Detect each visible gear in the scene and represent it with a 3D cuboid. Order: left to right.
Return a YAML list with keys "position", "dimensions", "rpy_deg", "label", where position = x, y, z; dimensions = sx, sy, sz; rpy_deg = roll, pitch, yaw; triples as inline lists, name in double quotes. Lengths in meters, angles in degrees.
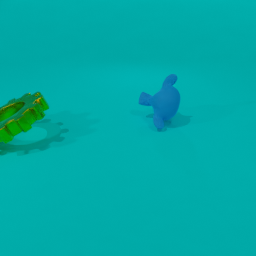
- position: [-3.094, -0.253, 7.376]
  dimensions: [2.040, 0.377, 2.040]
  rpy_deg: [-19, 30, 11]
  label: "gear"

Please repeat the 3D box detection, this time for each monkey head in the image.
- position: [0.914, -0.781, 8.194]
  dimensions: [1.171, 1.627, 0.981]
  rpy_deg: [16, -5, -1]
  label: "monkey head"
